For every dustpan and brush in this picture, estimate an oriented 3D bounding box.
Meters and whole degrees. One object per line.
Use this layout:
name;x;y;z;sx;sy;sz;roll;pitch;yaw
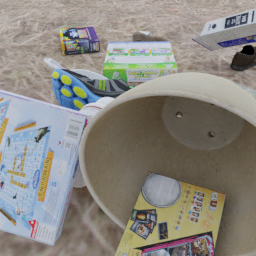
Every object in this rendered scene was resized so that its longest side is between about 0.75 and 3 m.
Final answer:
dustpan and brush;-1.738;-1.459;8.583;2.584;0.739;1.803;30;48;32

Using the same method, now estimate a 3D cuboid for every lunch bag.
lunch bag;2.366;-0.349;6.545;1.318;0.945;1.607;30;74;28

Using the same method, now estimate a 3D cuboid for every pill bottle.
pill bottle;-0.817;0.189;6.118;1.165;1.165;2.077;15;39;18

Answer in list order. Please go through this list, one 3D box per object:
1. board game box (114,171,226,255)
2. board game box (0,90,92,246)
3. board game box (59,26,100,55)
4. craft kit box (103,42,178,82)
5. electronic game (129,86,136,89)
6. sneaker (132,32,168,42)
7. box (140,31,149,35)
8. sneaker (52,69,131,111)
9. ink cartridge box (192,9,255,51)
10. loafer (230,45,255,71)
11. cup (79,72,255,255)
board game box;0.617;1.764;4.308;1.368;0.349;2.020;15;54;19
board game box;-1.912;0.533;4.575;2.166;2.171;0.447;16;3;1
board game box;-2.060;-3.680;11.705;1.534;0.526;1.855;-10;39;-10
craft kit box;0.425;-2.430;10.044;2.440;0.592;2.410;0;35;2
electronic game;0.193;-1.041;8.523;0.895;0.186;0.895;0;37;0
sneaker;0.892;-3.461;11.511;1.546;0.584;0.545;8;-8;-16
box;0.607;-3.918;12.222;0.452;0.270;1.099;10;38;13
sneaker;-0.701;-0.826;7.535;2.943;1.043;1.219;20;33;7
ink cartridge box;3.538;-3.141;9.081;1.345;0.530;2.704;11;-5;-41
loafer;4.526;-2.697;10.251;2.011;0.718;0.734;-31;47;-34
cup;1.037;0.295;4.549;2.966;2.966;2.122;14;38;18
